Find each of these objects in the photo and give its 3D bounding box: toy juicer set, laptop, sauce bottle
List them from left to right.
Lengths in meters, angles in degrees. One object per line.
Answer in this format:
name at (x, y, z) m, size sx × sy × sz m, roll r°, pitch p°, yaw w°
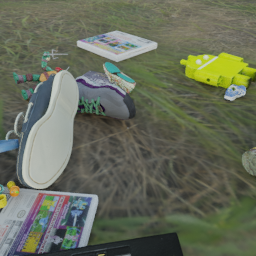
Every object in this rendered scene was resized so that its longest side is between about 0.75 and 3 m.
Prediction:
toy juicer set at (-2.339, 1.083, 5.016) m, size 0.895 × 0.243 × 0.569 m, roll 8°, pitch 28°, yaw 30°
laptop at (-0.309, 2.305, 2.369) m, size 2.643 × 1.540 × 2.982 m, roll -5°, pitch 50°, yaw -9°
sauce bottle at (3.303, 0.504, 5.978) m, size 1.798 × 0.582 × 0.582 m, roll -16°, pitch 37°, yaw -19°

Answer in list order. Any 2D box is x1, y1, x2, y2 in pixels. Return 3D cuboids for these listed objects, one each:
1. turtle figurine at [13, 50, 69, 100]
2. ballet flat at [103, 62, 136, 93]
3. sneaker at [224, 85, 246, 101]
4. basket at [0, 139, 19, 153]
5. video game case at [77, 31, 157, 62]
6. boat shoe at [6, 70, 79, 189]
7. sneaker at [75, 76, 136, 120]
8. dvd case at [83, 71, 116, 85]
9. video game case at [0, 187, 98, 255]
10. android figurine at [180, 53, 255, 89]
turtle figurine at (-2.506, -1.586, 8.764) m, size 1.855 × 0.934 × 1.389 m, roll -27°, pitch 63°, yaw -23°
ballet flat at (-0.359, -1.600, 9.043) m, size 0.569 × 0.480 × 1.503 m, roll -10°, pitch 42°, yaw -40°
sneaker at (3.340, -1.146, 8.612) m, size 0.998 × 0.384 × 0.378 m, roll -28°, pitch 41°, yaw -36°
basket at (-3.341, 0.488, 5.195) m, size 1.754 × 1.383 × 1.989 m, roll -5°, pitch 9°, yaw 29°
video game case at (-0.499, -3.716, 12.494) m, size 2.449 × 0.319 × 2.690 m, roll -29°, pitch 44°, yaw -35°
boat shoe at (-1.805, -0.052, 5.950) m, size 0.911 × 1.103 × 2.946 m, roll -15°, pitch 52°, yaw 23°
sneaker at (-0.976, -0.591, 7.460) m, size 1.186 × 1.009 × 2.710 m, roll -34°, pitch 35°, yaw -26°
dvd case at (-0.955, -1.621, 9.555) m, size 1.460 × 0.117 × 1.086 m, roll 15°, pitch 37°, yaw 20°
video game case at (-1.610, 1.806, 4.366) m, size 1.923 × 0.243 × 2.111 m, roll 4°, pitch 33°, yaw 6°
android figurine at (3.146, -2.082, 9.893) m, size 2.608 × 0.536 × 2.374 m, roll 27°, pitch 42°, yaw 31°
